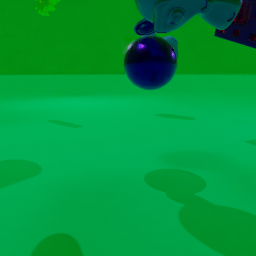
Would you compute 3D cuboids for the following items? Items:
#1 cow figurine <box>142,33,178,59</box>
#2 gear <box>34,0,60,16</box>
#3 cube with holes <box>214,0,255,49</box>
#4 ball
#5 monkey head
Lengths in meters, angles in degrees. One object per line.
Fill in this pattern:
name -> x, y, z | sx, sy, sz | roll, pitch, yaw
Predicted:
cow figurine -> 1.089, -2.956, 9.793 | 1.473, 1.450, 0.809 | -8, -15, 38
gear -> -2.554, -4.326, 9.034 | 1.369, 1.369, 0.253 | 12, -2, 45
cube with holes -> 2.904, -2.577, 6.124 | 1.259, 1.259, 1.259 | -15, 35, -25
ball -> 0.345, -1.000, 4.331 | 0.828, 0.828, 0.828 | 0, 12, 0
monkey head -> 0.704, -1.705, 3.434 | 1.208, 1.679, 1.012 | 11, 39, -23
